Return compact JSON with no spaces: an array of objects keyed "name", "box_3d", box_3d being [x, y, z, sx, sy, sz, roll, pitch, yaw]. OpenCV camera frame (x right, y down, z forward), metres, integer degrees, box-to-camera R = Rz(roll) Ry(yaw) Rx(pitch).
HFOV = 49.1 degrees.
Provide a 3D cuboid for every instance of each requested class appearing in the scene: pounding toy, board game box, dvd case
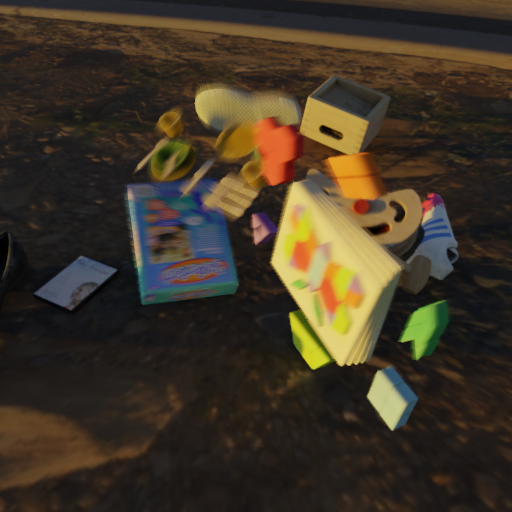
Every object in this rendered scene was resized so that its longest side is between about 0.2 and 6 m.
[{"name":"pounding toy","box_3d":[2.216,-3.787,15.302,2.210,1.571,2.035,27,45,15]},{"name":"board game box","box_3d":[-1.398,-0.310,10.426,1.723,0.510,2.266,-5,66,-15]},{"name":"dvd case","box_3d":[-3.393,0.525,10.659,0.971,0.119,1.361,18,41,22]},{"name":"pounding toy","box_3d":[1.899,-0.674,9.285,2.674,1.534,1.529,34,78,19]}]

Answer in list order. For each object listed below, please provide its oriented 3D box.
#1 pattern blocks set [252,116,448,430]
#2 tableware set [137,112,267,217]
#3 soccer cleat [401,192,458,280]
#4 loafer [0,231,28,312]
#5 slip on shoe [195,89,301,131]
[{"name":"pattern blocks set","box_3d":[0.996,0.184,8.047,0.344,3.730,4.244,-14,35,-25]},{"name":"tableware set","box_3d":[-0.789,-1.891,10.009,2.745,0.421,1.849,28,70,30]},{"name":"soccer cleat","box_3d":[3.592,-0.378,11.381,1.100,0.890,2.548,34,39,1]},{"name":"loafer","box_3d":[-4.894,0.590,9.897,0.917,0.948,2.702,3,38,4]},{"name":"slip on shoe","box_3d":[-0.142,-2.766,10.679,2.134,0.790,0.653,8,24,16]}]
